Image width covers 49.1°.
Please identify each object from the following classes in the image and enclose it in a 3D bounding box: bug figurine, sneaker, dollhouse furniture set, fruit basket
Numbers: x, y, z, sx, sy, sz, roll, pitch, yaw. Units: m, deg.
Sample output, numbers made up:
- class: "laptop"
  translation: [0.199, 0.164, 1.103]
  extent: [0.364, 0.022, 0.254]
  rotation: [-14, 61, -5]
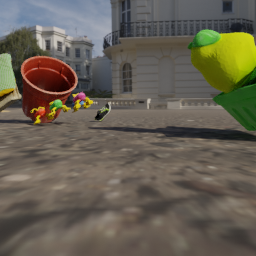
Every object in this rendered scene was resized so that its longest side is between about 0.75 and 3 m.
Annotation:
- class: "bug figurine"
  translation: [-2.021, -0.690, 8.838]
  extent: [1.966, 0.506, 1.525]
  rotation: [-21, 2, -35]
- class: "sneaker"
  translation: [-0.965, -0.587, 10.587]
  extent: [0.358, 0.865, 0.310]
  rotation: [14, 28, -47]
- class: "dollhouse furniture set"
  translation: [-2.620, -0.586, 4.633]
  extent: [1.483, 0.972, 0.744]
  rotation: [-30, -19, 20]
- class: "fruit basket"
  translation: [2.406, -1.115, 5.374]
  extent: [1.818, 2.520, 2.520]
  rotation: [-32, 6, -1]

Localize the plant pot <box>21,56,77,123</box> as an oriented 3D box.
- class: "plant pot"
  translation: [-2.813, -1.190, 9.559]
  extent: [1.779, 1.779, 1.731]
  rotation: [-3, -37, -31]
